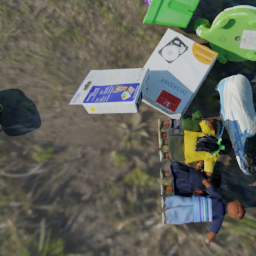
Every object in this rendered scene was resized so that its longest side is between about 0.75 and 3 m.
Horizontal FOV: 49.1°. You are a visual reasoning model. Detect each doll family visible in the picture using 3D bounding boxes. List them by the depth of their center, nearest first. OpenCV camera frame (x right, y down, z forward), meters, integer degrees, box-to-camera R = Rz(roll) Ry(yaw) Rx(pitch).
[{"bbox_3d":[1.555,0.909,6.151,1.680,1.140,2.906,-2,84,5],"label":"doll family"}]

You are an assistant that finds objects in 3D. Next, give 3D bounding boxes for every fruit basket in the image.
[{"bbox_3d":[0.843,-4.323,7.461,2.814,2.814,2.030,9,38,3],"label":"fruit basket"}]

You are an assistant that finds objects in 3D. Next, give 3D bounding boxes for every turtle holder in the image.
[{"bbox_3d":[2.896,-2.603,7.747,1.890,1.436,1.342,-13,34,37],"label":"turtle holder"}]

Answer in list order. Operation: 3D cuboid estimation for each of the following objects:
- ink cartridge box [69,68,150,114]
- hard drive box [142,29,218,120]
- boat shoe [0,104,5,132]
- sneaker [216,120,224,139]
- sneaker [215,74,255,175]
[{"bbox_3d":[-0.370,-0.882,6.455,1.533,0.360,1.515,-1,40,19],"label":"ink cartridge box"},{"bbox_3d":[1.199,-1.365,7.325,1.474,0.726,1.891,30,83,10],"label":"hard drive box"},{"bbox_3d":[-3.485,-0.475,7.254,0.481,0.523,1.465,-21,67,-3],"label":"boat shoe"},{"bbox_3d":[1.908,0.227,6.870,1.077,0.427,0.398,-47,46,7],"label":"sneaker"},{"bbox_3d":[2.806,-0.071,7.069,0.902,0.910,2.510,-1,78,-30],"label":"sneaker"}]
